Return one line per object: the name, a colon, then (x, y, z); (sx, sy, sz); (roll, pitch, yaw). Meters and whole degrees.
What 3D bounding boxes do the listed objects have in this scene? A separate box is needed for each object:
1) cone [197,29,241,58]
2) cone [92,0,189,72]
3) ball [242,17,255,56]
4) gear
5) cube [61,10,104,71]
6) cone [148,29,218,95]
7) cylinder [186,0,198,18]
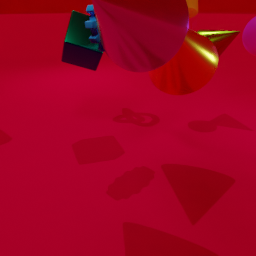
cone: (3.040, -2.846, 9.016); (1.226, 1.226, 1.231); (-24, 6, -42)
cone: (-0.099, -1.667, 4.053); (1.638, 1.638, 1.644); (11, 12, 22)
ball: (3.969, -2.676, 8.106); (1.219, 1.219, 1.219); (0, 25, 0)
gear: (-0.361, -2.347, 6.253); (1.292, 1.292, 0.239); (-23, 29, -40)
cube: (-1.169, -2.321, 7.577); (1.009, 1.009, 1.009); (14, -20, -13)
cone: (0.967, -1.735, 5.804); (1.629, 1.629, 1.635); (12, -11, 24)
cylinder: (1.821, -4.043, 8.954); (0.806, 0.806, 0.806); (0, -4, 0)
